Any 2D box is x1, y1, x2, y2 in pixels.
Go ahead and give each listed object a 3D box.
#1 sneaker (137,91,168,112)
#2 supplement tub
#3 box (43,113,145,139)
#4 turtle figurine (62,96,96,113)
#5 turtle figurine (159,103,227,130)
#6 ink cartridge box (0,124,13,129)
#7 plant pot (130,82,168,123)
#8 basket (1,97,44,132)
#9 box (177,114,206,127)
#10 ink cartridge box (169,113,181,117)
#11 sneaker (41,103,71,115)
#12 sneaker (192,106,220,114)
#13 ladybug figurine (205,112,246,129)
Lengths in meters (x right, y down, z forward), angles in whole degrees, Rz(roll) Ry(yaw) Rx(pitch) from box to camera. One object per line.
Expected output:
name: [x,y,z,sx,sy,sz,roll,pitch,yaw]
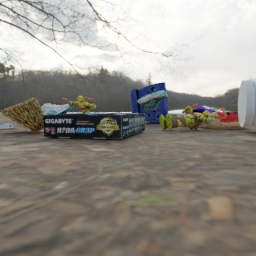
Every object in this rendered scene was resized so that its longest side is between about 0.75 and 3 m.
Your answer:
sneaker: [1.192,-1.183,12.577,1.620,0.739,0.628,-12,21,47]
supplement tub: [4.977,-0.778,8.941,2.534,1.842,1.842,1,4,12]
box: [-0.826,-0.125,8.300,2.182,0.631,2.745,1,4,16]
turtle figurine: [-2.021,-0.895,12.508,1.795,1.448,0.578,5,38,25]
turtle figurine: [2.198,-0.327,10.149,1.984,0.792,2.460,-9,16,-14]
ink cartridge box: [-4.795,-0.067,10.690,0.924,0.200,0.915,-2,4,-43]
plant pot: [1.143,-1.238,14.671,1.864,2.073,2.073,-5,4,9]
basket: [-3.284,-0.313,9.064,1.124,1.076,1.508,-26,13,-14]
box: [2.866,-0.332,11.997,0.639,0.532,1.556,-3,5,-36]
ink cartridge box: [3.023,-0.703,17.844,0.777,0.444,1.496,2,5,26]
sneaker: [-3.894,-0.906,14.341,2.044,0.825,0.782,-18,-5,11]
sneaker: [3.447,-0.640,13.825,1.265,0.884,2.543,-1,5,-10]
ladybug figurine: [3.864,-0.307,10.852,1.778,0.640,1.207,0,4,-7]
